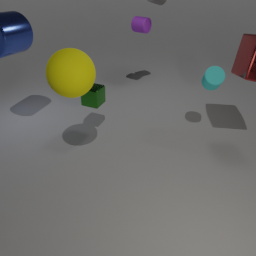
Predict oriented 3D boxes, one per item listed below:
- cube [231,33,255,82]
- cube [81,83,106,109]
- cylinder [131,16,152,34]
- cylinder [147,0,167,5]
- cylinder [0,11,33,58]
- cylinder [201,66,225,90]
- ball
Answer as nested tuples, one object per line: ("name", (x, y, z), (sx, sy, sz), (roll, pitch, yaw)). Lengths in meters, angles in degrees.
("cube", (4.538, -2.286, 9.360), (1.400, 1.400, 1.400), (11, 20, -3))
("cube", (-1.317, -1.237, 10.595), (0.700, 0.700, 0.700), (13, 34, 19))
("cylinder", (0.624, -4.789, 12.991), (0.700, 0.700, 0.700), (21, 38, 31))
("cylinder", (1.253, -5.769, 12.160), (0.700, 0.700, 0.700), (-5, 28, -43))
("cylinder", (-4.247, -3.198, 9.579), (1.400, 1.400, 1.400), (12, 30, 18))
("cylinder", (3.054, -1.778, 10.068), (0.700, 0.700, 0.700), (3, -9, 5))
("ball", (-1.632, -1.566, 8.021), (1.400, 1.400, 1.400), (0, 33, 0))
